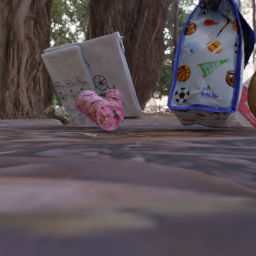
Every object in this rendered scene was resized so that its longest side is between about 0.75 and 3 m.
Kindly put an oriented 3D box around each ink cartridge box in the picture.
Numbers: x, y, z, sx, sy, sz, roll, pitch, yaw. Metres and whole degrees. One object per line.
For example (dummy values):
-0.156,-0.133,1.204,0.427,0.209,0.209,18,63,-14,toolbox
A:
4.556,-1.429,8.858,1.256,2.962,2.157,46,11,8,ink cartridge box

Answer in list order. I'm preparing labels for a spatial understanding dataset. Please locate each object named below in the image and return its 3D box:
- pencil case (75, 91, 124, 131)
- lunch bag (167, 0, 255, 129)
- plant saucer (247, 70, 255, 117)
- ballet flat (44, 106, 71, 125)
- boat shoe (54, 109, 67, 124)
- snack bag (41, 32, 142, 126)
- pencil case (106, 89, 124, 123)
-0.694,-0.432,6.497,0.689,0.659,1.593,-18,23,-21,pencil case
2.043,-1.516,6.814,1.713,2.767,2.352,5,-8,17,lunch bag
3.546,-0.875,6.255,1.765,1.765,0.312,0,22,-12,plant saucer
-2.382,-0.482,9.948,0.521,0.469,1.383,-18,-23,13,ballet flat
-2.515,-0.681,11.986,1.439,0.510,0.502,-40,4,-8,boat shoe
-1.121,-1.356,8.844,2.925,2.758,0.313,-3,29,28,snack bag
-0.325,-0.520,7.002,0.382,0.883,0.365,-20,-25,34,pencil case
